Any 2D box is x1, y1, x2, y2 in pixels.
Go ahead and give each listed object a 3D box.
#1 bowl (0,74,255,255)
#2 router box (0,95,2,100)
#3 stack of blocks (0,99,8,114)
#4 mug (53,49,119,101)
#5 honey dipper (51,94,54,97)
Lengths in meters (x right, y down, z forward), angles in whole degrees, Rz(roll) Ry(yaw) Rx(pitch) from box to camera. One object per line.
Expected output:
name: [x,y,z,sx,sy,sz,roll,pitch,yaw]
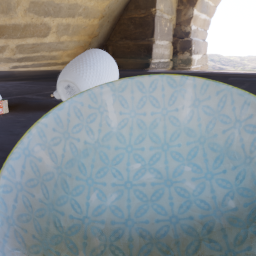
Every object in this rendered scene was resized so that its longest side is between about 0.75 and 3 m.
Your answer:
bowl: [0.257,0.685,2.186,2.195,1.181,2.195,-3,46,3]
router box: [-4.906,-0.735,9.085,1.062,0.289,1.184,4,46,17]
stack of blocks: [-5.121,-0.812,10.078,1.619,0.474,0.932,6,17,21]
mug: [-1.986,-1.841,11.537,2.615,1.930,2.292,-15,24,36]
honey dipper: [-3.338,-1.616,13.945,1.115,0.212,0.212,0,14,12]
